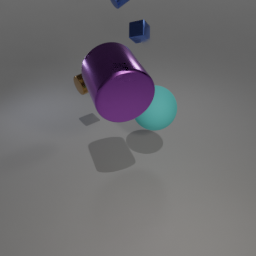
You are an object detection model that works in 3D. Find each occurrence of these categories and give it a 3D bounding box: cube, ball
[{"bbox_3d":[0.502,-4.153,12.098,0.700,0.700,0.700,-1,-6,27],"label":"cube"},{"bbox_3d":[0.821,-0.619,8.717,1.400,1.400,1.400,0,33,0],"label":"ball"}]

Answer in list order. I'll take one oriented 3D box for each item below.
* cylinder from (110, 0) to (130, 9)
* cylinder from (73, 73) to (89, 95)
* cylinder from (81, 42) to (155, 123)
[{"bbox_3d":[-0.364,-5.759,12.337,0.700,0.700,0.700,-38,42,-4],"label":"cylinder"},{"bbox_3d":[-1.436,-1.610,9.806,0.700,0.700,0.700,-30,43,-23],"label":"cylinder"},{"bbox_3d":[-0.266,-1.084,6.601,1.400,1.400,1.400,-11,44,-16],"label":"cylinder"}]
